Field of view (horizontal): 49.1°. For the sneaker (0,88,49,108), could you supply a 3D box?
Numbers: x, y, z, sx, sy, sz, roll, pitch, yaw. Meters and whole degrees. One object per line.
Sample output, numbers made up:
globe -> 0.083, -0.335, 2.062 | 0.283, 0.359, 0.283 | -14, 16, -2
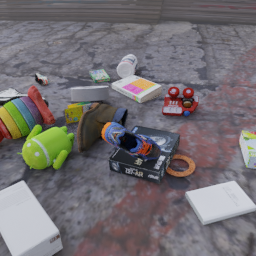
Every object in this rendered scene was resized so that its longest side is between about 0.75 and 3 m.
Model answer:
sneaker -> -4.652, -1.296, 12.093 | 2.698, 1.018, 1.553 | -1, 36, 2

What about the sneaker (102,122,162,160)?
sneaker -> 0.205, 0.514, 8.121 | 2.052, 0.773, 0.805 | 21, 5, -31

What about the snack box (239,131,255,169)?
snack box -> 5.008, 0.798, 9.458 | 2.121, 0.562, 1.508 | 5, 35, 7

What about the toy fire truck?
toy fire truck -> 2.255, -1.025, 12.043 | 1.499, 0.840, 1.259 | 6, 59, 9

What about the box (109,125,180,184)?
box -> 0.612, 0.798, 9.460 | 1.752, 0.476, 2.188 | 12, 36, 23

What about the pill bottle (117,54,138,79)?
pill bottle -> 0.025, -3.378, 15.190 | 0.947, 0.947, 1.584 | 7, 34, 10

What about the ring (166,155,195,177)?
ring -> 1.668, 1.242, 9.210 | 1.057, 0.101, 1.057 | -1, 34, 1

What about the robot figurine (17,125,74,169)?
robot figurine -> -2.629, 0.654, 9.228 | 1.607, 1.059, 1.831 | 41, 47, 19

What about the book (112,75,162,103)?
book -> 0.392, -1.935, 13.538 | 1.396, 0.502, 2.090 | -27, 42, -31

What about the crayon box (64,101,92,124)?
crayon box -> -2.029, -0.644, 11.423 | 1.121, 0.711, 0.285 | -13, 36, -20

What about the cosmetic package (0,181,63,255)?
cosmetic package -> -2.635, 2.372, 7.010 | 1.084, 0.789, 2.132 | -24, 43, -30

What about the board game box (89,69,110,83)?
board game box -> -1.535, -2.798, 15.021 | 0.824, 0.178, 1.224 | -11, 36, -16

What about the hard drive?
hard drive -> 2.595, 2.074, 7.915 | 1.616, 0.212, 1.066 | -10, 36, -14

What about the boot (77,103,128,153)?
boot -> -0.891, -0.112, 10.315 | 1.447, 1.115, 2.985 | 2, 33, 8

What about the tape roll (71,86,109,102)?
tape roll -> -1.660, -1.522, 12.319 | 1.670, 0.552, 1.670 | -2, 11, 0

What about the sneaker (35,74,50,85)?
sneaker -> -4.427, -2.510, 14.512 | 0.517, 0.389, 1.106 | -6, 30, -39

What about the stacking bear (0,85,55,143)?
stacking bear -> -4.266, -0.216, 10.250 | 2.596, 1.576, 1.476 | -33, 10, -24
